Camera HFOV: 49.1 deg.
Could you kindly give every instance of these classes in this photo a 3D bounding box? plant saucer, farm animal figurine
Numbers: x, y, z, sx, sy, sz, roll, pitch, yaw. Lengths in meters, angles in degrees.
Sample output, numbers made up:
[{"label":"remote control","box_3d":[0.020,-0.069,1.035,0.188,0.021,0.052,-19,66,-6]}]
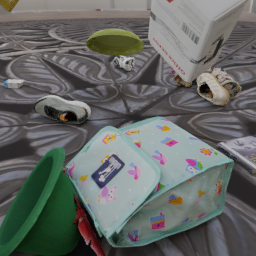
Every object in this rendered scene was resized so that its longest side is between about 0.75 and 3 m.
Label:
[{"label":"plant saucer","box_3d":[-3.314,-3.907,7.560,0.257,1.062,1.063,3,61,43]},{"label":"plant saucer","box_3d":[-0.481,-3.281,10.709,2.223,0.345,2.223,1,-4,0]},{"label":"farm animal figurine","box_3d":[2.304,-2.162,12.400,0.947,0.589,1.172,14,21,-15]}]

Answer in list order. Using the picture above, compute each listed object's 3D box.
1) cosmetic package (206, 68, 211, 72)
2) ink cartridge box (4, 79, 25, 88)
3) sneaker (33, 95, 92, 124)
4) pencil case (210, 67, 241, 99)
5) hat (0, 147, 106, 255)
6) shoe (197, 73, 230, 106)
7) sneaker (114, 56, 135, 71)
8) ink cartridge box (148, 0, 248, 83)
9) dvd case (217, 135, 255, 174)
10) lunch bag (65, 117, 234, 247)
[{"label":"cosmetic package","box_3d":[3.105,-2.946,12.889,1.141,0.820,2.022,0,8,10]},{"label":"ink cartridge box","box_3d":[-4.911,-1.920,12.180,0.756,0.252,0.438,4,28,7]},{"label":"sneaker","box_3d":[-2.239,-0.564,9.133,1.993,0.737,0.790,8,33,15]},{"label":"pencil case","box_3d":[3.927,-1.861,11.493,0.904,0.787,2.022,-13,26,7]},{"label":"hat","box_3d":[-0.915,1.779,4.911,2.067,1.945,2.348,35,33,-21]},{"label":"shoe","box_3d":[3.146,-1.595,10.961,0.621,0.814,2.328,0,29,-12]},{"label":"sneaker","box_3d":[-0.307,-3.378,14.540,1.054,0.647,1.620,5,28,12]},{"label":"ink cartridge box","box_3d":[1.644,-2.839,7.505,1.159,2.796,2.053,-35,75,-11]},{"label":"dvd case","box_3d":[3.549,0.599,7.516,1.811,0.145,1.347,-11,30,-20]},{"label":"lunch bag","box_3d":[0.274,0.932,5.335,2.549,1.554,2.172,-14,31,-27]}]
